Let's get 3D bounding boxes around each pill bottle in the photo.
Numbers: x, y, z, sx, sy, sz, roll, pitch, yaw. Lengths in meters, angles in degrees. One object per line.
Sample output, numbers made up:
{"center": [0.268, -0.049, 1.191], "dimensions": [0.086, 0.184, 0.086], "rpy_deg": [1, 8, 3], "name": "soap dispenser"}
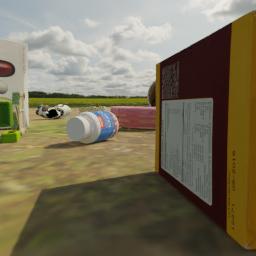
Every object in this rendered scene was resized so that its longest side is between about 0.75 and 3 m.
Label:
{"center": [-0.657, -0.018, 5.192], "dimensions": [0.574, 0.574, 1.023], "rpy_deg": [3, 6, 27], "name": "pill bottle"}

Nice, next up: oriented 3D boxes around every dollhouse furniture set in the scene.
{"center": [-2.512, -0.241, 5.488], "dimensions": [0.761, 0.985, 1.970], "rpy_deg": [-2, 6, -13], "name": "dollhouse furniture set"}

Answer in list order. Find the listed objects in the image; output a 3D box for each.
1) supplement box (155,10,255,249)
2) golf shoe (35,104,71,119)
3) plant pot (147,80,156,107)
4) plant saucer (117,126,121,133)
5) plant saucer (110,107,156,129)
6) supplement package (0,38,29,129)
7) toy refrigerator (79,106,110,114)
{"center": [1.238, -0.054, 2.265], "dimensions": [1.693, 1.140, 1.717], "rpy_deg": [-1, 5, -10], "name": "supplement box"}
{"center": [-3.340, -0.677, 13.159], "dimensions": [0.893, 0.734, 1.889], "rpy_deg": [27, 22, 37], "name": "golf shoe"}
{"center": [1.920, -1.338, 14.448], "dimensions": [2.003, 2.003, 2.138], "rpy_deg": [0, -10, 0], "name": "plant pot"}
{"center": [-0.648, 0.054, 6.756], "dimensions": [0.965, 0.166, 0.965], "rpy_deg": [1, 6, 0], "name": "plant saucer"}
{"center": [0.661, -0.345, 8.622], "dimensions": [2.427, 0.615, 2.427], "rpy_deg": [1, 4, 0], "name": "plant saucer"}
{"center": [-4.380, -1.199, 7.658], "dimensions": [1.908, 2.481, 2.595], "rpy_deg": [4, 6, 39], "name": "supplement package"}
{"center": [-1.253, -0.593, 11.535], "dimensions": [0.673, 0.620, 1.772], "rpy_deg": [-4, 6, -42], "name": "toy refrigerator"}
